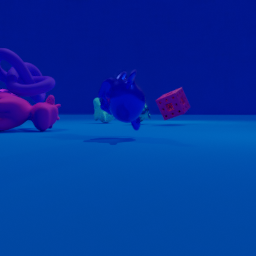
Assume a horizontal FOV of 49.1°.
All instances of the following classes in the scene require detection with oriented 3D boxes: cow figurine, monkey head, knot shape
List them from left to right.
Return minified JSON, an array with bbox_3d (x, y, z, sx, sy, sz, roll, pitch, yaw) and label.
[{"bbox_3d":[-2.899,-1.405,7.526,1.750,0.864,1.870,34,0,-18],"label":"knot shape"},{"bbox_3d":[-2.576,-0.430,6.764,1.626,0.892,1.600,26,26,36],"label":"cow figurine"},{"bbox_3d":[-1.026,-0.779,12.194,0.924,1.103,1.533,-2,24,20],"label":"monkey head"},{"bbox_3d":[-0.020,-0.569,4.815,0.765,1.270,0.914,16,50,21],"label":"monkey head"},{"bbox_3d":[0.562,-0.599,11.124,1.169,0.652,1.188,-23,-13,-32],"label":"cow figurine"}]

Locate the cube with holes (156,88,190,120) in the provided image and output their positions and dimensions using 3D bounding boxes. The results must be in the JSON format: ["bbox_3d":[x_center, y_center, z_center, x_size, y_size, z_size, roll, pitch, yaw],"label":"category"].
[{"bbox_3d":[1.740,-0.923,10.767,0.844,0.844,0.844,-20,11,34],"label":"cube with holes"}]

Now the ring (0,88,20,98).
[{"bbox_3d":[-4.220,-0.594,8.510,1.907,0.381,1.907,-27,-9,-5],"label":"ring"}]
